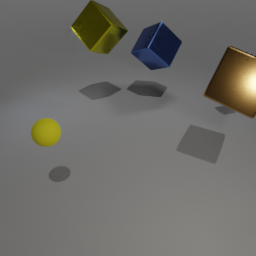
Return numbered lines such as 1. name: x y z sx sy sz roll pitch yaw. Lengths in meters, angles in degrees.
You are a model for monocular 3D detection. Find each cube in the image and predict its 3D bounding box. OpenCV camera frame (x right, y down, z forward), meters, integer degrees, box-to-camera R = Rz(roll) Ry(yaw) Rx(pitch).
1. cube: 3.045 -1.239 7.644 1.400 1.400 1.400 28 16 13
2. cube: 1.264 -3.611 12.547 1.400 1.400 1.400 8 68 58
3. cube: -1.152 -4.042 11.427 1.400 1.400 1.400 52 25 10

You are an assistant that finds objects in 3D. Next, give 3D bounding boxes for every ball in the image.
1. ball: -1.978 0.108 6.771 0.700 0.700 0.700 0 31 0
